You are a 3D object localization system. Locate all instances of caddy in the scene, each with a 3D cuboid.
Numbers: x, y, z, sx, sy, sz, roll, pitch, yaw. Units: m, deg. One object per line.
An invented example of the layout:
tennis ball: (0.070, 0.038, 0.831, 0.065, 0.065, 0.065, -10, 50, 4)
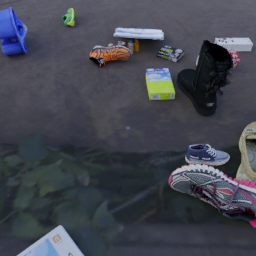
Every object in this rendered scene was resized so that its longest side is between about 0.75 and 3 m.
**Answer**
caddy: (-4.484, -3.748, 10.894, 1.095, 1.475, 2.087, -18, 48, -9)

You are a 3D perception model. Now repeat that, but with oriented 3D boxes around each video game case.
video game case: (-1.589, 3.225, 4.689, 2.492, 0.275, 2.268, -32, 53, -28)

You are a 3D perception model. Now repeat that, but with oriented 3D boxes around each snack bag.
snack bag: (0.446, -3.859, 11.373, 2.015, 0.229, 2.137, 6, 25, 4)

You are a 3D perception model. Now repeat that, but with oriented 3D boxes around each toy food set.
toy food set: (-0.205, -3.249, 11.010, 1.230, 0.554, 0.587, 8, 45, 8)

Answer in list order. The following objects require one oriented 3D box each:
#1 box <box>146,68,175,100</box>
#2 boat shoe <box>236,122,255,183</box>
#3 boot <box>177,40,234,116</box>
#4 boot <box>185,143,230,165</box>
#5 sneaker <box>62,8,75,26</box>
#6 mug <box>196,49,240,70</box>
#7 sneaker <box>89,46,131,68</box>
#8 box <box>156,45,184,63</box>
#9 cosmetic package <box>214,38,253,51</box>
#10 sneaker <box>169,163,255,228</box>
box: (1.057, -1.488, 9.398, 0.833, 0.326, 1.366, -2, 45, -2)
boat shoe: (3.238, 0.548, 7.067, 0.834, 0.720, 2.287, 19, 48, 19)
boot: (2.249, -1.713, 8.499, 0.867, 1.919, 2.342, -9, 45, -9)
boot: (2.058, 0.650, 7.112, 1.143, 0.516, 0.416, -4, 45, -4)
sneaker: (-2.766, -5.179, 13.003, 0.551, 0.488, 1.318, -3, 45, -8)
mug: (3.151, -2.426, 9.999, 1.296, 0.865, 1.150, -17, 49, -21)
sneaker: (-0.713, -2.587, 10.403, 1.580, 0.613, 0.885, 5, 48, 20)
box: (1.651, -2.902, 10.915, 0.883, 0.195, 0.707, 23, 49, 22)
cosmetic package: (4.240, -3.370, 11.284, 1.359, 0.344, 0.561, -1, 46, -1)
sneaker: (1.961, 1.424, 6.085, 2.192, 0.884, 0.818, 14, 49, 13)
